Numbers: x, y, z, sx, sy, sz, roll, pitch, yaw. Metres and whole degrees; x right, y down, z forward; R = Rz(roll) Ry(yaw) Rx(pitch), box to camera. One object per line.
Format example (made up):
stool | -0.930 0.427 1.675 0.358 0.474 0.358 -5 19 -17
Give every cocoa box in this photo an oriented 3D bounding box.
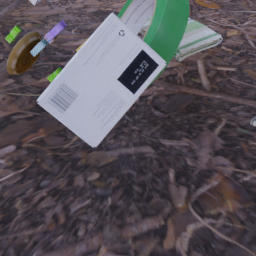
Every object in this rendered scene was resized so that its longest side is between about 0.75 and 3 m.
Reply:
cocoa box | -0.410 -0.697 4.185 1.558 1.039 1.022 -49 16 3

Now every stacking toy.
stacking toy | -2.218 -2.401 7.692 2.397 1.807 0.563 -27 24 40

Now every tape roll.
tape roll | 0.251 -2.034 6.270 0.612 2.546 2.546 23 29 -28

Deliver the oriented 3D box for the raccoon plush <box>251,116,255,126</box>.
raccoon plush | 2.300 -0.104 4.300 0.772 0.557 1.152 16 -4 20

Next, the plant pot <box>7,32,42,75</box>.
plant pot | -2.985 -2.144 8.262 0.202 1.471 1.471 35 43 -1

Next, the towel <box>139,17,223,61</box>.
towel | 1.342 -2.857 8.317 1.772 0.364 2.375 -25 51 -25
